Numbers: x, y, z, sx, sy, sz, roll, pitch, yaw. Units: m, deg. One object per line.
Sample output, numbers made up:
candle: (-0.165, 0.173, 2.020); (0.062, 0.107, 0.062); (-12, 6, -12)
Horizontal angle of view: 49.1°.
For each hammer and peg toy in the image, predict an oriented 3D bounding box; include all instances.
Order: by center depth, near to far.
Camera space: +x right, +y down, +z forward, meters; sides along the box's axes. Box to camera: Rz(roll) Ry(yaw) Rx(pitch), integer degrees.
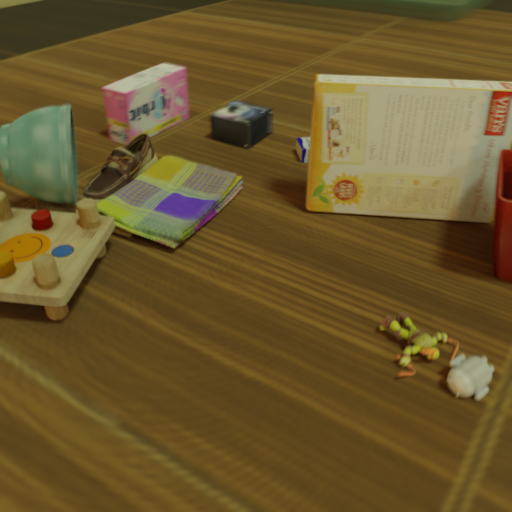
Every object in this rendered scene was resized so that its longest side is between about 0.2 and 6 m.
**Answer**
hammer and peg toy: (-3.359, -0.328, 8.829); (2.202, 1.056, 2.994); (6, 36, 8)

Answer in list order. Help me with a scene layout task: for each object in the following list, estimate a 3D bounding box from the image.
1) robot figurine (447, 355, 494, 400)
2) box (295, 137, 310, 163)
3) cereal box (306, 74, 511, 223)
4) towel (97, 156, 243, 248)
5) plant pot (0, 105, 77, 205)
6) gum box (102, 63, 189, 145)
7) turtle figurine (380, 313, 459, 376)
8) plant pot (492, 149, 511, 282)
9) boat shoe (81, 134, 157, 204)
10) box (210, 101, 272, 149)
robot figurine: (2.636, 1.496, 6.921); (0.654, 0.370, 0.555); (-22, 65, -27)
box: (1.230, -2.312, 12.167); (0.642, 0.337, 0.590); (-6, 36, -7)
cereal box: (2.601, -1.842, 9.767); (3.340, 2.403, 0.660); (5, 32, 5)
towel: (-1.569, -1.124, 10.352); (1.874, 0.297, 2.609); (20, 38, 16)
plant pot: (-3.616, -1.678, 9.346); (1.115, 1.665, 1.665); (-2, 36, -15)
gum box: (-2.484, -3.593, 13.132); (0.730, 1.253, 2.207); (21, 41, 26)
turtle figurine: (2.083, 1.123, 7.441); (1.111, 0.358, 0.896); (-21, 41, -26)
plant pot: (4.478, -0.460, 8.594); (1.769, 1.559, 1.767); (12, 38, 17)
boat shoe: (-2.688, -1.758, 11.007); (0.803, 0.801, 2.226); (15, 39, 20)
box: (-0.330, -3.037, 12.900); (1.063, 0.655, 1.054); (19, 41, 24)
